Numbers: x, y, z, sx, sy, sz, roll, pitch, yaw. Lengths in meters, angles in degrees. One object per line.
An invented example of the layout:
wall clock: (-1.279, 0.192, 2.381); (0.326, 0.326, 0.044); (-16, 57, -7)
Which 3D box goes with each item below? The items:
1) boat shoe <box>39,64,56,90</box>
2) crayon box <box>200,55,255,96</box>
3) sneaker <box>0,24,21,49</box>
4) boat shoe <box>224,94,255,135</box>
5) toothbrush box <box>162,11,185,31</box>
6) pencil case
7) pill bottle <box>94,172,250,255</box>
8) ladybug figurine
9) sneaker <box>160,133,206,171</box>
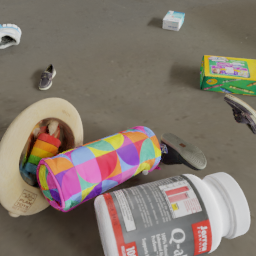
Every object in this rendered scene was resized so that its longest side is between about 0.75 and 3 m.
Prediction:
boat shoe: (-2.965, -1.879, 10.210); (0.457, 0.411, 1.269); (5, 45, 5)
crayon box: (3.799, -1.893, 10.037); (2.292, 0.668, 1.362); (7, 45, 7)
sneaker: (-5.776, -3.755, 11.792); (2.463, 0.923, 1.067); (-13, 52, -13)
boat shoe: (2.508, -0.270, 6.055); (1.276, 0.413, 0.459); (32, 13, -23)
toothbrush box: (2.191, -5.159, 13.460); (0.805, 0.469, 1.100); (16, 49, 16)
pencil case: (-0.521, 0.868, 6.502); (2.987, 1.320, 1.320); (-17, 46, -34)
pill bottle: (0.832, 1.837, 5.632); (2.787, 1.615, 1.615); (-12, 46, -11)
ladybug figurine: (-2.178, 0.640, 6.698); (1.045, 1.971, 2.904); (0, 60, 45)
sneaker: (1.364, 0.773, 7.115); (0.543, 0.771, 1.451); (-16, 37, -29)
